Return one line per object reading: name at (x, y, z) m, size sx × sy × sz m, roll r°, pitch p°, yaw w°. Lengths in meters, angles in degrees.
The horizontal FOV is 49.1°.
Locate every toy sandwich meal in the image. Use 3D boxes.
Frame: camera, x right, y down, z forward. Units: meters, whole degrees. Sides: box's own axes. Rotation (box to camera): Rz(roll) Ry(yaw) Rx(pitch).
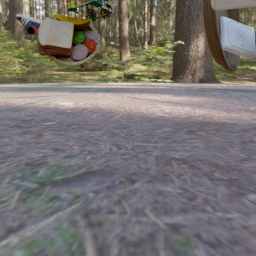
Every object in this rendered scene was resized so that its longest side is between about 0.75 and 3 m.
toy sandwich meal at (-1.555, -2.387, 7.375) m, size 1.656 × 1.656 × 0.567 m, roll -1°, pitch -19°, yaw -4°

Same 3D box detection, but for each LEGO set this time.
LEGO set at (-1.017, -3.537, 7.546) m, size 1.090 × 0.821 × 1.418 m, roll -8°, pitch 0°, yaw 34°

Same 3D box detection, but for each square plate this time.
square plate at (3.041, -2.463, 7.621) m, size 1.138 × 1.128 × 0.162 m, roll 13°, pitch -25°, yaw -16°

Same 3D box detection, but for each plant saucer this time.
plant saucer at (2.669, -3.006, 7.816) m, size 0.424 × 2.877 × 2.877 m, roll -2°, pitch 8°, yaw 34°

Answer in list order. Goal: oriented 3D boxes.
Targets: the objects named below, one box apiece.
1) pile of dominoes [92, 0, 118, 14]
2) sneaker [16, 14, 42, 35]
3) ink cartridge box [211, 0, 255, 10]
pile of dominoes at (-0.980, -4.920, 10.832) m, size 1.051 × 0.819 × 0.167 m, roll -42°, pitch 23°, yaw -24°
sneaker at (-2.731, -2.812, 7.652) m, size 1.017 × 0.430 × 0.381 m, roll 25°, pitch 16°, yaw 32°
ink cartridge box at (1.914, -2.765, 3.763) m, size 1.479 × 2.004 × 0.858 m, roll 1°, pitch 34°, yaw 15°
